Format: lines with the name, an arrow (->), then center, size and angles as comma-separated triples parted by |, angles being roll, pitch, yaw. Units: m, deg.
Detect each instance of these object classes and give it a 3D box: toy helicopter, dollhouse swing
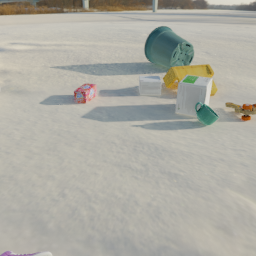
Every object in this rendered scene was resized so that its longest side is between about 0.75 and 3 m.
toy helicopter -> 5.113, -0.920, 12.562 | 1.101, 0.656, 1.664 | -15, 24, -25
dollhouse swing -> 3.483, -2.328, 15.569 | 2.298, 2.020, 2.089 | -8, -14, -14

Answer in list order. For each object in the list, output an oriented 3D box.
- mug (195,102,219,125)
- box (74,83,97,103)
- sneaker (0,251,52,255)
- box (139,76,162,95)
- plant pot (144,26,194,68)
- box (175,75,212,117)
mug -> 3.173, -0.566, 11.553 | 0.990, 0.612, 0.814 | 51, 23, 21
box -> -2.133, -1.776, 14.202 | 0.660, 0.633, 1.325 | 9, 28, 17
sneaker -> -2.162, 2.651, 5.681 | 1.157, 0.419, 0.659 | -13, 26, -23
box -> 1.179, -2.309, 15.127 | 1.148, 0.754, 1.154 | 0, 27, 1
plant pot -> 2.957, -5.322, 19.361 | 2.726, 2.726, 2.670 | -14, 38, -26
box -> 2.983, -1.469, 12.652 | 1.267, 1.480, 1.472 | 13, 29, 21
